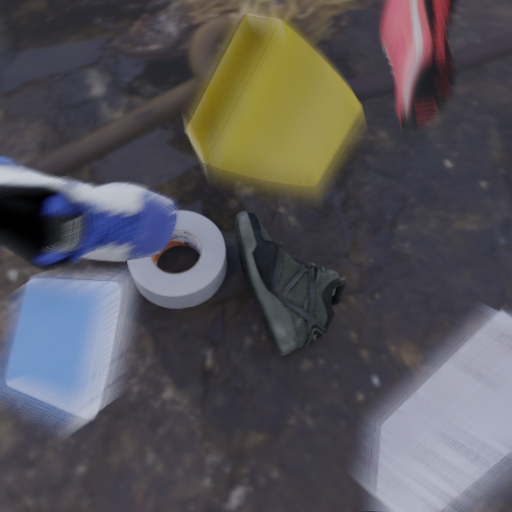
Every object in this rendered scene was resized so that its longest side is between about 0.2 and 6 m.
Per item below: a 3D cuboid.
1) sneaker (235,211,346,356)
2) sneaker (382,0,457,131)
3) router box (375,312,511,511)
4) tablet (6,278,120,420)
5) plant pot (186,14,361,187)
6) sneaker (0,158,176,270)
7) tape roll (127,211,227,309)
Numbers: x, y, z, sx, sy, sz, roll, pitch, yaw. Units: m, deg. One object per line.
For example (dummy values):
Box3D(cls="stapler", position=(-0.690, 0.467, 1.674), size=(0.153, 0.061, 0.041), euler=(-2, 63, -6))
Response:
Box3D(cls="sneaker", position=(0.552, 0.270, 9.388), size=(1.446, 0.965, 2.525), euler=(-20, 66, -12))
Box3D(cls="sneaker", position=(2.141, -2.821, 7.633), size=(0.791, 2.147, 0.931), euler=(-8, 19, -30))
Box3D(cls="router box", position=(2.158, 1.593, 5.827), size=(0.505, 1.854, 2.065), euler=(44, 103, 8))
Box3D(cls="tablet", position=(-2.321, 0.987, 6.578), size=(2.226, 0.152, 1.448), euler=(-1, 76, 46))
Box3D(cls="plant pot", position=(0.262, -1.875, 7.281), size=(1.554, 1.762, 1.762), euler=(23, 17, -24))
Box3D(cls="sneaker", position=(-2.207, -0.340, 6.887), size=(1.673, 2.896, 1.170), euler=(31, 106, 49))
Box3D(cls="tape roll", position=(-1.352, 0.056, 9.704), size=(1.675, 0.553, 1.675), euler=(0, 61, 0))
